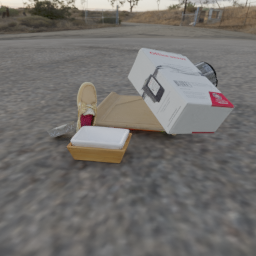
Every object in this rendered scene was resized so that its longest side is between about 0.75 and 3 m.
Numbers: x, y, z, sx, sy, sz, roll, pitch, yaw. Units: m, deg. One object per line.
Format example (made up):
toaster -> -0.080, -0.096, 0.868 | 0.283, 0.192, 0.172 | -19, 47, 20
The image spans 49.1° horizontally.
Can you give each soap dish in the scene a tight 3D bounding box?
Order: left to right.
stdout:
soap dish -> -0.677, 0.414, 7.132 | 1.416, 0.575, 1.114 | 3, 22, 10

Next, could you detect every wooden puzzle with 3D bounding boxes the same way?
wooden puzzle -> 0.393, -0.494, 9.334 | 2.699, 0.502, 2.496 | 9, 29, 13

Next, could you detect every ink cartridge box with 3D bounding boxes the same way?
ink cartridge box -> 1.283, -0.980, 7.279 | 1.688, 0.969, 2.325 | 0, 43, -34

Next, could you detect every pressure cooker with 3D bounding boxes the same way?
pressure cooker -> 2.579, -1.827, 11.394 | 1.664, 1.486, 1.463 | -26, 28, -23

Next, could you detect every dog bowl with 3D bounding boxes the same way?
dog bowl -> -1.922, 0.044, 8.134 | 0.812, 0.238, 0.812 | -18, 8, 3

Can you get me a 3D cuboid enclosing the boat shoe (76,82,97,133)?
boat shoe -> -1.108, -0.449, 7.826 | 0.598, 1.622, 0.561 | -1, 14, -23
